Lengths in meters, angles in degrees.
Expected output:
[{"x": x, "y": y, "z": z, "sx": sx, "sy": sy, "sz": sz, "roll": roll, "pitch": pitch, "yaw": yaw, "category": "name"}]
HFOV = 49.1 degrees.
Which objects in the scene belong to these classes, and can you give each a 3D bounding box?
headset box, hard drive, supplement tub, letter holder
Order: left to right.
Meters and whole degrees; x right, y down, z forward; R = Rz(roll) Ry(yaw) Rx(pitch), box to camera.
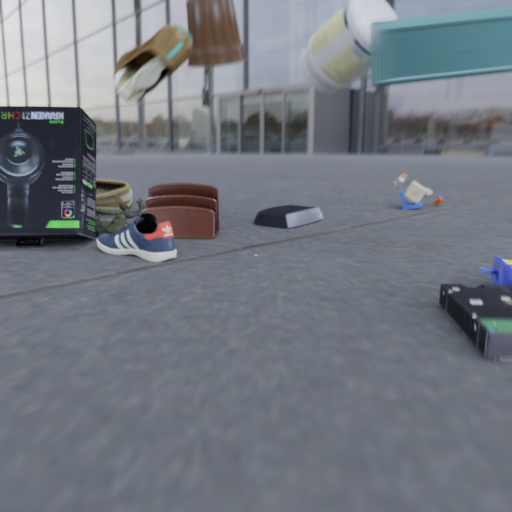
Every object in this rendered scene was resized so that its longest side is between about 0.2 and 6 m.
[{"x": -4.348, "y": -1.447, "z": 10.817, "sx": 2.257, "sy": 2.593, "sz": 1.203, "roll": 1, "pitch": -3, "yaw": -1, "category": "headset box"}, {"x": -1.571, "y": -0.947, "z": 11.680, "sx": 1.522, "sy": 1.082, "sz": 0.765, "roll": 1, "pitch": 13, "yaw": 3, "category": "letter holder"}, {"x": 0.791, "y": -0.958, "z": 13.370, "sx": 1.096, "sy": 0.344, "sz": 1.624, "roll": 9, "pitch": 16, "yaw": 35, "category": "hard drive"}, {"x": 1.840, "y": -4.184, "z": 11.217, "sx": 1.299, "sy": 1.299, "sz": 1.792, "roll": -9, "pitch": -9, "yaw": -35, "category": "supplement tub"}, {"x": 2.849, "y": 0.693, "z": 6.202, "sx": 1.203, "sy": 0.326, "sz": 1.722, "roll": 0, "pitch": 12, "yaw": 2, "category": "hard drive"}]

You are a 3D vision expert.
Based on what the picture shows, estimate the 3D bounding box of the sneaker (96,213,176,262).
[{"x": -2.145, "y": -0.404, "z": 10.001, "sx": 1.830, "sy": 0.773, "sz": 0.686, "roll": 8, "pitch": 15, "yaw": 32, "category": "sneaker"}]

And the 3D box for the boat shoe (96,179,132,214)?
[{"x": -4.576, "y": -1.682, "z": 14.341, "sx": 2.725, "sy": 0.976, "sz": 1.038, "roll": -3, "pitch": -31, "yaw": -11, "category": "boat shoe"}]

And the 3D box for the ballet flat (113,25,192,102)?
[{"x": -2.075, "y": -3.327, "z": 10.261, "sx": 0.866, "sy": 0.924, "sz": 2.555, "roll": 41, "pitch": -28, "yaw": -29, "category": "ballet flat"}]

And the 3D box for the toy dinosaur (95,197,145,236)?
[{"x": -2.779, "y": -0.722, "z": 11.621, "sx": 2.204, "sy": 0.523, "sz": 0.971, "roll": 8, "pitch": 54, "yaw": 26, "category": "toy dinosaur"}]

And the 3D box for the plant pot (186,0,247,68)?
[{"x": -0.872, "y": -4.543, "z": 11.309, "sx": 1.251, "sy": 1.239, "sz": 1.251, "roll": -5, "pitch": 26, "yaw": 3, "category": "plant pot"}]

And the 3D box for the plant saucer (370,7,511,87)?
[{"x": 2.632, "y": -2.665, "z": 7.135, "sx": 2.334, "sy": 0.816, "sz": 0.221, "roll": -7, "pitch": 29, "yaw": -2, "category": "plant saucer"}]

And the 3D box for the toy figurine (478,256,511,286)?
[{"x": 3.634, "y": 0.044, "z": 7.646, "sx": 1.204, "sy": 1.060, "sz": 2.009, "roll": -3, "pitch": 11, "yaw": 11, "category": "toy figurine"}]

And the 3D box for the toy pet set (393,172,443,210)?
[{"x": 4.533, "y": -1.663, "z": 16.017, "sx": 1.441, "sy": 0.765, "sz": 1.346, "roll": 35, "pitch": 19, "yaw": 5, "category": "toy pet set"}]
